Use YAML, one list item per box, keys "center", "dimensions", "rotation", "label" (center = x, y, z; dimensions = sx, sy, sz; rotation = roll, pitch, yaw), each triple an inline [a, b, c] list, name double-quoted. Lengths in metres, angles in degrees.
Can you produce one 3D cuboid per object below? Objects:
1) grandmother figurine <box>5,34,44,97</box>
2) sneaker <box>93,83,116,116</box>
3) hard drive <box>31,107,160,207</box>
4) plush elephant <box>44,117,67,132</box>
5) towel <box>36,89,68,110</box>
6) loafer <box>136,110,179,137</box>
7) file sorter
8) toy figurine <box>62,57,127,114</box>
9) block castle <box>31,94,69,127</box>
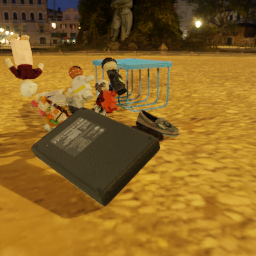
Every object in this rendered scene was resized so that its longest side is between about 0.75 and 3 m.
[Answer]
- center: [-3.769, -2.242, 10.276]
  dimensions: [1.392, 2.296, 0.695]
  rotation: [-6, -11, -31]
  label: "grandmother figurine"
- center: [-0.974, -0.872, 10.538]
  dimensions: [0.625, 1.187, 1.643]
  rotation: [27, -28, -11]
  label: "sneaker"
- center: [-0.738, 0.422, 5.851]
  dimensions: [2.350, 0.386, 1.640]
  rotation: [23, 54, 39]
  label: "hard drive"
- center: [-1.632, 0.005, 7.301]
  dimensions: [0.650, 0.789, 0.611]
  rotation: [15, 67, 37]
  label: "plush elephant"
- center: [-3.097, -1.192, 11.709]
  dimensions: [1.318, 0.343, 1.988]
  rotation: [-13, 24, -18]
  label: "towel"
- center: [0.862, -0.157, 8.516]
  dimensions: [0.600, 0.525, 1.669]
  rotation: [-7, 19, -42]
  label: "loafer"
- center: [0.103, -1.869, 11.523]
  dimensions: [2.038, 1.802, 2.937]
  rotation: [-11, 19, -28]
  label: "file sorter"
- center: [-1.050, -1.193, 8.494]
  dimensions: [1.727, 1.220, 1.754]
  rotation: [-15, -20, -23]
  label: "toy figurine"
- center: [-2.297, -0.426, 8.441]
  dimensions: [0.795, 0.558, 1.190]
  rotation: [43, 4, 41]
  label: "block castle"
